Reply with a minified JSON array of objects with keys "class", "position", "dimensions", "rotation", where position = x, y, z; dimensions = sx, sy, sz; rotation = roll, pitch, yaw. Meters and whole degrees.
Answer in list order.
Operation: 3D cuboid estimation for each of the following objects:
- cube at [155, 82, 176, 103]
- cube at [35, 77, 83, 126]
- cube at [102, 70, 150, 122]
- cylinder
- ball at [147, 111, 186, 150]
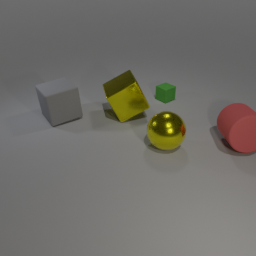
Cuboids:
[{"class":"cube","position":[1.826,-1.718,13.620],"dimensions":[0.700,0.700,0.700],"rotation":[-23,38,-32]},{"class":"cube","position":[-2.925,-1.150,11.919],"dimensions":[1.400,1.400,1.400],"rotation":[-22,36,-25]},{"class":"cube","position":[-0.097,-1.373,11.969],"dimensions":[1.400,1.400,1.400],"rotation":[-28,33,5]},{"class":"cylinder","position":[4.077,-0.033,10.032],"dimensions":[1.400,1.400,1.400],"rotation":[0,23,-1]},{"class":"ball","position":[1.372,0.096,10.008],"dimensions":[1.400,1.400,1.400],"rotation":[0,32,0]}]
